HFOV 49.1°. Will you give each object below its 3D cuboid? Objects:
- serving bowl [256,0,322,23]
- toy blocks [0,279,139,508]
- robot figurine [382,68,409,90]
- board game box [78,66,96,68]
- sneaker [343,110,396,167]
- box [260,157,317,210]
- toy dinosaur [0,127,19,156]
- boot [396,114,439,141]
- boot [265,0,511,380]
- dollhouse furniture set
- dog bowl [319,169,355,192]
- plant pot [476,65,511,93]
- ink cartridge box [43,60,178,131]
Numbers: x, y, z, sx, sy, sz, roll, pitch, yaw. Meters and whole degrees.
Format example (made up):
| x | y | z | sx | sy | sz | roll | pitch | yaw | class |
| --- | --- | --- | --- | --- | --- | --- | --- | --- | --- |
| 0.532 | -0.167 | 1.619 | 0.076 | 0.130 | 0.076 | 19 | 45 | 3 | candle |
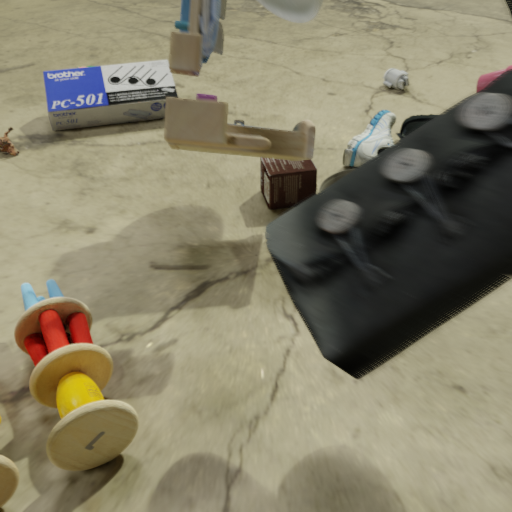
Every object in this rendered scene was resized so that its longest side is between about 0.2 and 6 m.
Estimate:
| x | y | z | sx | sy | sz | roll | pitch | yaw | class |
| --- | --- | --- | --- | --- | --- | --- | --- | --- | --- |
| 0.466 | -4.663 | 9.215 | 1.643 | 1.643 | 0.540 | 28 | 80 | 31 | serving bowl |
| -2.786 | 1.338 | 6.286 | 2.188 | 0.954 | 2.626 | -18 | 41 | -23 | toy blocks |
| 3.564 | -4.518 | 14.293 | 0.649 | 0.432 | 0.766 | -32 | 45 | -12 | robot figurine |
| -3.932 | -4.260 | 14.019 | 1.476 | 0.357 | 1.952 | 1 | 38 | 0 | board game box |
| 2.497 | -2.239 | 11.245 | 0.829 | 0.717 | 1.913 | 26 | 53 | 21 | sneaker |
| 0.560 | -1.339 | 9.933 | 0.871 | 0.723 | 0.715 | -8 | 38 | -10 | box |
| -5.310 | -2.307 | 11.507 | 0.899 | 0.386 | 0.609 | -2 | 44 | 7 | toy dinosaur |
| 3.878 | -1.955 | 10.521 | 2.695 | 0.997 | 2.208 | 2 | 35 | 14 | boot |
| 1.826 | -1.135 | 5.333 | 3.994 | 1.311 | 3.292 | -40 | 35 | 20 | boot |
| -0.103 | -3.003 | 7.766 | 2.043 | 3.131 | 2.956 | 4 | 8 | -7 | dollhouse furniture set |
| 1.922 | -0.840 | 9.464 | 1.755 | 0.515 | 1.755 | 0 | 38 | 0 | dog bowl |
| 5.749 | -3.951 | 13.201 | 0.912 | 1.019 | 1.019 | 12 | 36 | 40 | plant pot |
| -3.268 | -3.665 | 12.706 | 2.822 | 0.624 | 1.327 | -11 | 60 | -13 | ink cartridge box |
